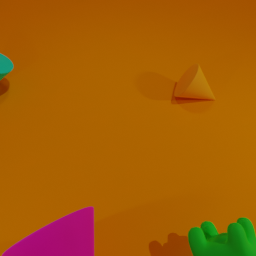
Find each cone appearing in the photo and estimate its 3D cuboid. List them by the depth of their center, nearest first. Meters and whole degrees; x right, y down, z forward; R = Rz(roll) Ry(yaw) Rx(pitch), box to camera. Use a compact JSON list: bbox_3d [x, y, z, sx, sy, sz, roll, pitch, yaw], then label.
[{"bbox_3d":[-0.877,2.293,4.316,1.539,1.539,1.545,-25,72,-20],"label":"cone"},{"bbox_3d":[-3.998,-1.424,7.959,1.163,1.168,1.163,22,33,-15],"label":"cone"},{"bbox_3d":[2.093,-1.091,8.046,1.093,1.089,1.089,30,49,-13],"label":"cone"}]

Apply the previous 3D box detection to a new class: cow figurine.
[{"bbox_3d":[1.456,2.242,4.412,0.814,1.482,1.459,0,72,-48],"label":"cow figurine"}]
